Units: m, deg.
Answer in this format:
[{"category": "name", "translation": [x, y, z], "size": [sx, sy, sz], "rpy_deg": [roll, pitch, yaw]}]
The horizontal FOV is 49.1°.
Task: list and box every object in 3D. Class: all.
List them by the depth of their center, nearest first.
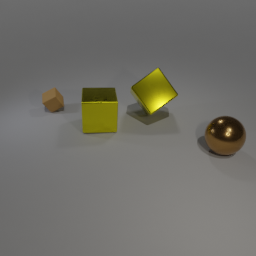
[{"category": "ball", "translation": [3.441, 0.264, 9.942], "size": [1.400, 1.400, 1.400], "rpy_deg": [0, 32, 0]}, {"category": "cube", "translation": [-1.176, -0.752, 11.516], "size": [1.400, 1.400, 1.400], "rpy_deg": [-1, 32, -7]}, {"category": "cube", "translation": [1.058, -1.471, 11.868], "size": [1.400, 1.400, 1.400], "rpy_deg": [-36, 0, -1]}, {"category": "cube", "translation": [-3.410, -1.278, 12.746], "size": [0.700, 0.700, 0.700], "rpy_deg": [-25, 47, 9]}]
